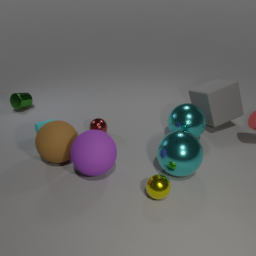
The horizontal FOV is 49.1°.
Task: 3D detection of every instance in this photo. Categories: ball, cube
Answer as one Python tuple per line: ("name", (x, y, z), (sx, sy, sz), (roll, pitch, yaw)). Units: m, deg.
("ball", (-1.135, -0.030, 10.716), (0.700, 0.700, 0.700), (0, 30, 0))
("ball", (1.592, 0.780, 8.573), (1.400, 1.400, 1.400), (0, 30, 0))
("ball", (-1.034, 0.749, 8.525), (1.400, 1.400, 1.400), (0, 30, 0))
("ball", (2.169, -0.213, 10.355), (1.400, 1.400, 1.400), (0, 30, 0))
("cube", (3.490, -1.033, 11.178), (1.400, 1.400, 1.400), (-22, 19, -13))
("ball", (-2.317, 0.446, 9.207), (1.400, 1.400, 1.400), (0, 30, 0))
("ball", (0.851, 1.640, 7.836), (0.700, 0.700, 0.700), (0, 30, 0))

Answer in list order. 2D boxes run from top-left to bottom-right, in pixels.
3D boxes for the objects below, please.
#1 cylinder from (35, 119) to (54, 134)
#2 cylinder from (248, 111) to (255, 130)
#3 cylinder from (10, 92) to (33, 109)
("cylinder", (-3.033, 0.078, 10.473), (0.700, 0.700, 0.700), (-17, 34, -27))
("cylinder", (4.718, -0.194, 9.806), (0.700, 0.700, 0.700), (22, 24, -20))
("cylinder", (-4.797, -1.234, 12.603), (0.700, 0.700, 0.700), (14, 15, 23))
